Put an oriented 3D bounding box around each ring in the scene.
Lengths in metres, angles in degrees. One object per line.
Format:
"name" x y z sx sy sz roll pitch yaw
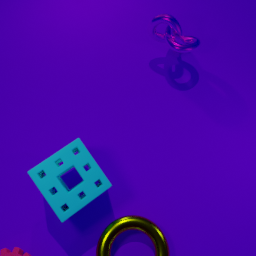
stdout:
"ring" 0.118 2.975 6.628 1.760 0.352 1.760 1 68 -3

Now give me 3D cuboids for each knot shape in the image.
"knot shape" 1.624 -2.940 9.274 0.843 1.825 1.707 -54 52 12

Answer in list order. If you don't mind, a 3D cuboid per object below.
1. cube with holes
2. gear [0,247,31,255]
"cube with holes" -1.391 1.244 6.879 1.339 1.339 1.339 -35 88 -13
"gear" -2.769 3.452 6.386 1.330 0.246 1.330 -5 52 6
